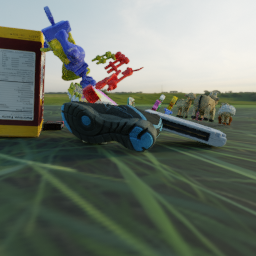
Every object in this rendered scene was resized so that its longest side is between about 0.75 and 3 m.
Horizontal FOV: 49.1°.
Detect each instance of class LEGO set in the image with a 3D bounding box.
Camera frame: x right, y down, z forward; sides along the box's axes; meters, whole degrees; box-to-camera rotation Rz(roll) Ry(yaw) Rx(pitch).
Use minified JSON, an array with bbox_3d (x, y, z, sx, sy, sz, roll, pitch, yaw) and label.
[{"bbox_3d":[1.533,-0.958,11.368,0.765,0.823,2.007,30,23,4],"label":"LEGO set"}]

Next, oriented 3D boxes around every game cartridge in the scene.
[{"bbox_3d":[1.021,-0.018,5.266,1.496,0.311,0.996,17,3,8],"label":"game cartridge"}]

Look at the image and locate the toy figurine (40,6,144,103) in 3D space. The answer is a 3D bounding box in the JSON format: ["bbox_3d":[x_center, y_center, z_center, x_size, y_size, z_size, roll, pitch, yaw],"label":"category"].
[{"bbox_3d":[-1.058,-1.729,5.689,1.501,1.704,2.845,-33,28,-2],"label":"toy figurine"}]

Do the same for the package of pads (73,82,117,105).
[{"bbox_3d":[-0.814,-0.683,7.034,1.138,0.388,0.879,39,17,24],"label":"package of pads"}]

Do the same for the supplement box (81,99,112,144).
[{"bbox_3d":[-0.717,-0.175,5.667,0.468,0.802,1.273,7,5,-17],"label":"supplement box"}]

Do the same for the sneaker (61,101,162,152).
[{"bbox_3d":[-0.291,-0.099,4.667,1.759,0.644,0.720,17,33,19],"label":"sneaker"}]

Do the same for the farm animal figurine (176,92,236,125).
[{"bbox_3d":[2.383,-0.708,8.813,1.853,0.966,1.832,10,3,17],"label":"farm animal figurine"}]

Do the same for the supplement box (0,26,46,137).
[{"bbox_3d":[-2.857,-1.055,6.823,1.514,2.280,2.249,3,6,-15],"label":"supplement box"}]

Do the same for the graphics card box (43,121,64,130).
[{"bbox_3d":[-2.098,-0.072,7.918,0.496,0.201,0.791,1,4,-10],"label":"graphics card box"}]

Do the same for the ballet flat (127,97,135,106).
[{"bbox_3d":[0.128,-0.996,13.006,0.349,1.093,0.413,11,-34,-8],"label":"ballet flat"}]
